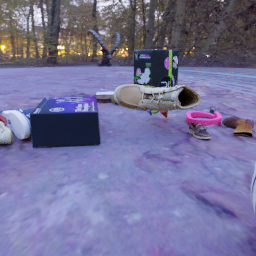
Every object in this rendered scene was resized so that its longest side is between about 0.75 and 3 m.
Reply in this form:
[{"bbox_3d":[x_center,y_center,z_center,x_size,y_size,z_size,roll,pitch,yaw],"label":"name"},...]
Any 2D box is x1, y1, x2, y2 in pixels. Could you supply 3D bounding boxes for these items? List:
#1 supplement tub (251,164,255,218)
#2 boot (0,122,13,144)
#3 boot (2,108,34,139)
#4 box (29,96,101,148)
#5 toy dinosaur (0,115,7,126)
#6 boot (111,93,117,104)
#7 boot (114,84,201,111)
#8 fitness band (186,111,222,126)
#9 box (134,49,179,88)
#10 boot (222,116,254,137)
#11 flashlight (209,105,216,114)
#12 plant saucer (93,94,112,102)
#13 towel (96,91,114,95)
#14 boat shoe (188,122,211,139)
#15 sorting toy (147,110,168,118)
[{"bbox_3d":[2.402,1.044,3.189,1.759,1.759,2.506,5,17,18],"label":"supplement tub"},{"bbox_3d":[-4.316,0.223,8.482,1.190,0.557,1.531,-13,24,-40],"label":"boot"},{"bbox_3d":[-3.442,-0.289,9.573,1.118,0.900,2.475,-16,21,-33],"label":"boot"},{"bbox_3d":[-1.994,-0.316,9.412,1.995,1.115,2.827,-5,16,-7],"label":"box"},{"bbox_3d":[-5.329,-0.554,9.046,2.221,1.166,2.016,-7,-8,43],"label":"toy dinosaur"},{"bbox_3d":[0.655,-1.557,14.505,2.453,0.811,2.148,12,32,39],"label":"boot"},{"bbox_3d":[0.956,-1.023,9.302,2.457,0.894,1.910,9,-2,-28],"label":"boot"},{"bbox_3d":[2.973,-0.394,11.048,1.336,0.348,1.860,2,14,8],"label":"fitness band"},{"bbox_3d":[1.595,-3.080,16.106,2.065,2.781,1.729,-11,19,-34],"label":"box"},{"bbox_3d":[3.803,0.018,9.801,1.118,0.407,1.188,13,28,23],"label":"boot"},{"bbox_3d":[3.865,-0.863,12.844,0.281,0.282,0.830,6,16,21],"label":"flashlight"},{"bbox_3d":[-1.314,-1.657,15.708,1.510,0.276,1.510,-1,16,0],"label":"plant saucer"},{"bbox_3d":[-1.179,-2.036,17.132,1.529,0.246,1.460,-3,16,-8],"label":"towel"},{"bbox_3d":[2.350,0.066,9.246,0.414,0.413,1.147,-4,16,-15],"label":"boat shoe"},{"bbox_3d":[1.249,-0.589,11.489,1.084,0.373,0.376,5,39,48],"label":"sorting toy"}]
